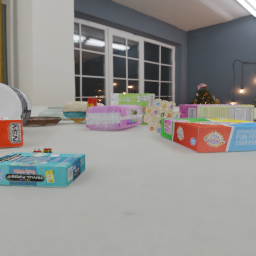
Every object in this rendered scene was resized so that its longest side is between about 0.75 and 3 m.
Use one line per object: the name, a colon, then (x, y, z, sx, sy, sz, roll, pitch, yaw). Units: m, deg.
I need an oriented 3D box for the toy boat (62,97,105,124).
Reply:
toy boat: (-1.837, -0.621, 12.495, 2.126, 1.175, 2.529, 2, -3, -19)

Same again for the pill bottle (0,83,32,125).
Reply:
pill bottle: (-3.961, -0.622, 9.064, 1.480, 1.480, 2.787, -1, 4, -12)

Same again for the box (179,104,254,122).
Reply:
box: (2.941, -0.339, 9.599, 1.938, 0.937, 1.705, 0, 6, -8)

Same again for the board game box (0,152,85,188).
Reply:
board game box: (-1.286, 0.568, 3.983, 1.165, 0.273, 0.880, 1, 6, 7)

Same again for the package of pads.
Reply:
package of pads: (-0.464, -0.442, 10.772, 1.433, 0.900, 2.378, 2, 6, 21)

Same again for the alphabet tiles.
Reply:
alphabet tiles: (1.055, -0.346, 8.726, 1.078, 1.054, 0.079, 11, 12, -2)

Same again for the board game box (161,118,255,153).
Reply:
board game box: (2.208, 0.102, 7.220, 2.066, 0.544, 2.700, -1, 6, -10)

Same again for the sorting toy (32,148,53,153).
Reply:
sorting toy: (-1.667, 0.482, 5.485, 0.421, 0.148, 0.873, -2, 6, -19)

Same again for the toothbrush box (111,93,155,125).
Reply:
toothbrush box: (0.216, -0.884, 12.790, 1.898, 1.382, 0.817, 3, 6, 26)

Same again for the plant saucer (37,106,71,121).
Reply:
plant saucer: (-3.704, -0.876, 15.885, 2.995, 0.752, 2.995, 0, 6, 0)

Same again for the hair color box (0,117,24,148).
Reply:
hair color box: (-3.609, 0.117, 6.450, 2.191, 0.671, 1.112, -3, 6, -23)

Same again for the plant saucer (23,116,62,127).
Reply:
plant saucer: (-3.957, -0.295, 12.190, 2.123, 0.340, 2.123, -1, 6, 0)

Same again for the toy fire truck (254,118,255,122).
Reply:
toy fire truck: (5.039, -0.099, 9.885, 1.177, 0.407, 1.669, 3, 6, 21)
